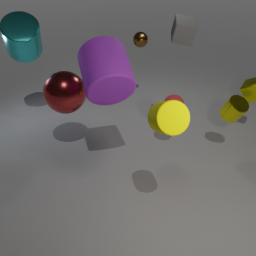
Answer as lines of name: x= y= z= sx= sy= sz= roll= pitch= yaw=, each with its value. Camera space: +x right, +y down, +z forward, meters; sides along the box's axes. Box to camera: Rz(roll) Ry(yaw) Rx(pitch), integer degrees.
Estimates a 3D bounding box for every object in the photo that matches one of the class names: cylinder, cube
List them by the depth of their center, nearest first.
cylinder: x=0.827 y=-0.214 z=5.815 sx=0.700 sy=0.700 sz=0.700 roll=-6 pitch=4 yaw=-11
cylinder: x=-0.615 y=-1.584 z=7.893 sx=1.400 sy=1.400 sz=1.400 roll=-9 pitch=63 yaw=-15
cylinder: x=3.534 y=-0.630 z=9.346 sx=0.700 sy=0.700 sz=0.700 roll=6 pitch=60 yaw=-11
cube: x=1.865 y=-3.293 z=9.404 sx=0.700 sy=0.700 sz=0.700 roll=8 pitch=48 yaw=-2
cube: x=4.864 y=-1.473 z=10.785 sx=0.700 sy=0.700 sz=0.700 roll=-11 pitch=30 yaw=51
cylinder: x=-4.107 y=-3.509 z=10.903 sx=1.400 sy=1.400 sz=1.400 roll=4 pitch=69 yaw=-11

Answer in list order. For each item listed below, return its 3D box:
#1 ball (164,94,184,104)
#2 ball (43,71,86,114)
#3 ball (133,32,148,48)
ball: x=1.533 y=-0.775 z=9.390 sx=0.700 sy=0.700 sz=0.700 roll=0 pitch=30 yaw=0
ball: x=-2.075 y=-1.172 z=9.227 sx=1.400 sy=1.400 sz=1.400 roll=0 pitch=30 yaw=0
ball: x=0.581 y=-4.097 z=12.994 sx=0.700 sy=0.700 sz=0.700 roll=0 pitch=30 yaw=0
